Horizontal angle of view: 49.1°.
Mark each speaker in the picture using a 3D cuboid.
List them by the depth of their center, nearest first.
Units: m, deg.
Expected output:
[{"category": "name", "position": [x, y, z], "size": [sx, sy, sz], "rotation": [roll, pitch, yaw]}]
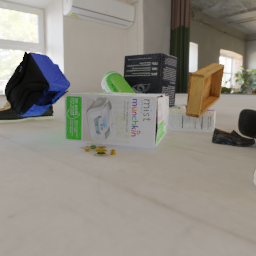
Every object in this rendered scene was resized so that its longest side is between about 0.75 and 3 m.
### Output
[{"category": "speaker", "position": [-0.282, -1.409, 11.994], "size": [1.148, 1.148, 2.597], "rotation": [-5, 40, -26]}]

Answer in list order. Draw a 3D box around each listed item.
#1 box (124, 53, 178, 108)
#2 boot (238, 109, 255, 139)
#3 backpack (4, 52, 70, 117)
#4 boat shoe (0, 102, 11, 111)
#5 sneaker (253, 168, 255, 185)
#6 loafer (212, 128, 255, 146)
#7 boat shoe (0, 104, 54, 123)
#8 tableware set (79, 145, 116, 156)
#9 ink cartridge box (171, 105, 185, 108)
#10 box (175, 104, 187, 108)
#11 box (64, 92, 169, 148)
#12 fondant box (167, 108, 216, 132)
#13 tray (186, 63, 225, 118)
[{"category": "box", "position": [0.985, -1.902, 12.984], "size": [2.099, 2.837, 1.480], "rotation": [8, 7, 38]}, {"category": "boot", "position": [4.167, 0.092, 6.721], "size": [1.983, 0.964, 2.633], "rotation": [2, 10, -11]}, {"category": "backpack", "position": [-2.377, -0.998, 7.393], "size": [1.514, 1.231, 1.271], "rotation": [-40, -19, 23]}, {"category": "boat shoe", "position": [-5.615, -0.997, 13.806], "size": [2.406, 0.832, 0.887], "rotation": [-3, 9, -17]}, {"category": "sneaker", "position": [2.655, 0.729, 4.069], "size": [1.527, 0.597, 0.689], "rotation": [-10, 17, -14]}, {"category": "loafer", "position": [2.774, 0.244, 7.398], "size": [1.103, 0.399, 0.401], "rotation": [6, 10, 28]}, {"category": "boat shoe", "position": [-4.569, -0.722, 11.984], "size": [1.080, 0.925, 2.953], "rotation": [10, 15, 44]}, {"category": "tableware set", "position": [-0.675, 0.530, 6.549], "size": [0.863, 0.132, 0.581], "rotation": [5, 7, 34]}, {"category": "ink cartridge box", "position": [2.139, -0.611, 11.963], "size": [0.381, 0.650, 0.887], "rotation": [5, 10, 29]}, {"category": "box", "position": [2.745, -1.034, 15.268], "size": [2.352, 0.443, 1.606], "rotation": [0, 9, 0]}, {"category": "box", "position": [-0.145, -0.390, 8.106], "size": [2.422, 1.327, 2.745], "rotation": [4, 8, 12]}, {"category": "fondant box", "position": [2.087, -0.347, 10.287], "size": [2.123, 0.618, 1.532], "rotation": [5, 12, 18]}, {"category": "tray", "position": [2.762, -1.420, 9.865], "size": [0.516, 1.375, 2.787], "rotation": [13, 24, 27]}]
